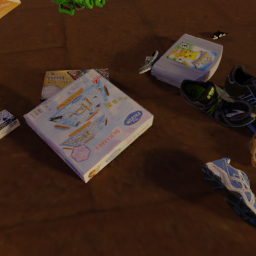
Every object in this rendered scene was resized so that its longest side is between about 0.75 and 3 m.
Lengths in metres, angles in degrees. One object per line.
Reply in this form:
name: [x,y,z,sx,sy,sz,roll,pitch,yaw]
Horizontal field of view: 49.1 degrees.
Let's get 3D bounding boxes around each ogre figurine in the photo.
ogre figurine: [-1.510,-3.829,8.230,1.180,0.966,1.968,8,43,13]

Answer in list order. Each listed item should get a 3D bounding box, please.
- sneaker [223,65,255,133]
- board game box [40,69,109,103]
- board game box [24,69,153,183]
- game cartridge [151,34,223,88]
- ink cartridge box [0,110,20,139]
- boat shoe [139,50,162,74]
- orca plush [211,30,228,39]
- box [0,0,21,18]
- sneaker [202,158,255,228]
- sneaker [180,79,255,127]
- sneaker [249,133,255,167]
sneaker: [3.888,-0.743,8.288,0.996,1.107,2.841,-21,52,-18]
board game box: [-1.697,-1.358,9.316,2.153,0.372,1.458,-3,49,-2]
board game box: [-1.085,-0.215,7.910,2.570,0.529,2.564,-40,65,-23]
game cartridge: [2.302,-2.448,10.205,1.844,0.560,2.766,28,55,18]
ink cartridge box: [-3.913,0.066,8.119,0.640,0.301,1.362,30,55,25]
boat shoe: [0.757,-2.376,10.058,0.492,0.417,1.351,-11,25,49]
orca plush: [3.807,-3.918,11.626,0.756,0.269,0.397,-9,49,-8]
box: [-3.136,-2.828,6.011,0.864,0.677,1.390,-27,12,16]
sneaker: [2.639,1.453,6.613,0.754,0.741,1.958,-25,55,-16]
sneaker: [2.552,-0.775,8.254,2.443,1.012,0.866,30,91,29]
sneaker: [3.616,0.641,7.617,0.473,0.404,1.073,13,57,-2]
